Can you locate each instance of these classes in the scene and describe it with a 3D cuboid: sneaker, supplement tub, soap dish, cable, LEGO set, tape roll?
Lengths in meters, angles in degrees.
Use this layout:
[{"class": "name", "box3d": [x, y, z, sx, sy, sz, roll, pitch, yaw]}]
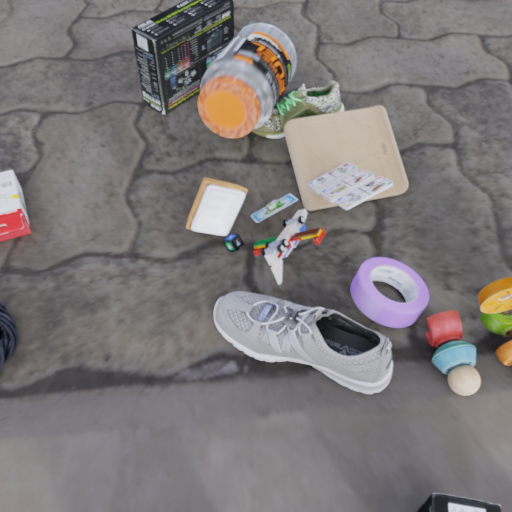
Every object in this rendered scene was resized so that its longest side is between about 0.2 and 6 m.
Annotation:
[{"class": "sneaker", "box3d": [0.899, -3.531, 13.039, 2.441, 1.082, 0.939, -17, 52, -8]}, {"class": "supplement tub", "box3d": [-0.200, -3.860, 12.396, 1.665, 1.665, 2.717, 14, 47, 11]}, {"class": "soap dish", "box3d": [-0.782, -0.946, 10.715, 0.883, 1.122, 0.456, 9, 36, -28]}, {"class": "cable", "box3d": [-4.777, 1.485, 9.365, 1.471, 0.458, 1.803, 18, 52, 14]}, {"class": "LEGO set", "box3d": [0.890, -0.643, 10.450, 3.005, 0.738, 2.245, -29, 22, -3]}, {"class": "tape roll", "box3d": [2.333, 0.626, 9.817, 1.294, 0.424, 1.294, 12, 43, -11]}, {"class": "sneaker", "box3d": [0.784, 1.122, 9.125, 3.104, 1.273, 1.160, 16, 52, 13]}]

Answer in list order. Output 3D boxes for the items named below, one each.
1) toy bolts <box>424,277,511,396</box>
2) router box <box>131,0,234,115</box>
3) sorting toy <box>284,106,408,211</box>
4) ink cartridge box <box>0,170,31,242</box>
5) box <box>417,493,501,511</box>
[{"class": "toy bolts", "box3d": [3.698, 1.381, 8.824, 1.856, 1.773, 1.287, -18, 57, 8]}, {"class": "router box", "box3d": [-1.672, -5.003, 13.672, 0.833, 2.010, 2.683, 34, 58, 24]}, {"class": "sorting toy", "box3d": [1.887, -2.081, 11.962, 2.249, 0.410, 2.082, -12, 76, -5]}, {"class": "ink cartridge box", "box3d": [-5.164, -0.850, 11.184, 1.020, 0.590, 1.756, -17, 53, -14]}, {"class": "box", "box3d": [2.295, 4.024, 6.566, 0.823, 1.564, 1.910, 8, 52, 6]}]
